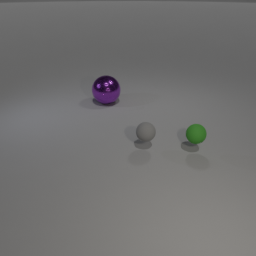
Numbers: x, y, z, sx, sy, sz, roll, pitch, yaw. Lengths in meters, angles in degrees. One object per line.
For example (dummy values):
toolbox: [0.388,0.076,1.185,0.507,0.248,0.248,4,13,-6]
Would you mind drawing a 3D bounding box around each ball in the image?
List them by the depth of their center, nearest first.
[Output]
ball: [2.352,0.204,9.667,0.700,0.700,0.700,0,28,0]
ball: [0.627,0.136,9.865,0.700,0.700,0.700,0,28,0]
ball: [-1.061,-1.859,13.669,1.400,1.400,1.400,0,28,0]
